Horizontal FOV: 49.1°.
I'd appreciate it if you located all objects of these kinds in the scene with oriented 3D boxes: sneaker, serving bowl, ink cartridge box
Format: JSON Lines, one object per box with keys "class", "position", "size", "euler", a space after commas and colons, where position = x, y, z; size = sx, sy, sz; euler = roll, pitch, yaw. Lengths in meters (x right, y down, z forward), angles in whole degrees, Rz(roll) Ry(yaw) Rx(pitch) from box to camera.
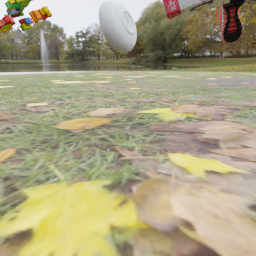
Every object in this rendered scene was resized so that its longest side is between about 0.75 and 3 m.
{"class": "sneaker", "position": [2.733, -3.318, 7.672], "size": [0.676, 1.833, 0.795], "euler": [-9, 38, -1]}
{"class": "serving bowl", "position": [-0.167, -2.804, 7.643], "size": [0.480, 1.460, 1.460], "euler": [-13, 5, 32]}
{"class": "ink cartridge box", "position": [1.396, -2.719, 5.777], "size": [1.314, 0.563, 0.970], "euler": [-12, 9, 17]}

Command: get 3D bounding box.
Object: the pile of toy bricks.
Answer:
{"class": "pile of toy bricks", "position": [-3.199, -3.629, 8.295], "size": [1.087, 1.222, 2.202], "euler": [-22, 14, 49]}
